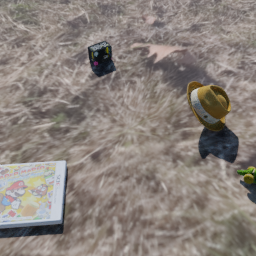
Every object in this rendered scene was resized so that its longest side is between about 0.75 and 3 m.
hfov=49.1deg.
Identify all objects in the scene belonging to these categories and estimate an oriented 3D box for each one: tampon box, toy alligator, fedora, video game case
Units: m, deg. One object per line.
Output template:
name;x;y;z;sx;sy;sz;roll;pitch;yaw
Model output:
tampon box;-1.077;-2.900;10.833;0.801;0.600;0.506;-27;52;-22
toy alligator;3.479;1.334;6.942;1.502;0.361;0.498;27;36;22
fedora;2.507;-0.764;8.286;1.735;0.708;1.735;21;54;-32
video game case;-2.520;1.601;6.953;1.868;0.214;1.700;-4;47;-3
